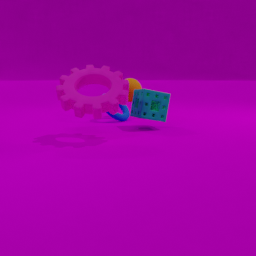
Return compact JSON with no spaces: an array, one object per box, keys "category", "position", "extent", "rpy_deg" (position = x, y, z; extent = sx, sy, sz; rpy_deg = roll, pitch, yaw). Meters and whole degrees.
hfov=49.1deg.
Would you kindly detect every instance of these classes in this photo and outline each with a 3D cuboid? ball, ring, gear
[{"category":"ball","position":[0.077,-1.411,10.456],"extent":[0.885,0.885,0.885],"rpy_deg":[0,11,0]},{"category":"ring","position":[-0.451,-0.731,9.748],"extent":[1.224,0.245,1.224],"rpy_deg":[31,31,-21]},{"category":"gear","position":[-0.817,-0.900,6.621],"extent":[1.666,0.308,1.666],"rpy_deg":[1,45,-1]}]

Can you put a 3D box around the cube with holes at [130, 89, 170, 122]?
[{"category":"cube with holes","position":[0.635,-0.666,8.239],"extent":[0.820,0.820,0.820],"rpy_deg":[8,4,-20]}]
